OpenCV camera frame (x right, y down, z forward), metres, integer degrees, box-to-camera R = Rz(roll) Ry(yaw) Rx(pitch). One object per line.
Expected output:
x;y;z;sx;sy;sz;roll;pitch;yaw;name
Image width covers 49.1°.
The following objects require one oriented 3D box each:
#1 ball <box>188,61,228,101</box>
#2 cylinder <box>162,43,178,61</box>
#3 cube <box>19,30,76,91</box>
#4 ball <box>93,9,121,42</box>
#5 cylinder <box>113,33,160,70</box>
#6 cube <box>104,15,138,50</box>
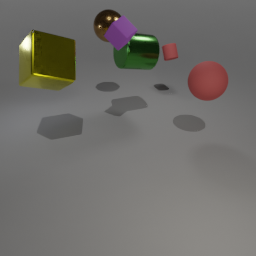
2.851;-1.677;10.023;1.400;1.400;1.400;0;30;0;ball
2.071;-3.732;13.771;0.700;0.700;0.700;-11;5;1;cylinder
-2.603;-2.088;9.003;1.400;1.400;1.400;3;-8;-36;cube
-0.857;-4.585;12.607;1.400;1.400;1.400;0;30;0;ball
0.317;-3.054;11.197;1.400;1.400;1.400;-4;28;-27;cylinder
-0.246;-3.235;9.539;0.700;0.700;0.700;45;53;-5;cube
